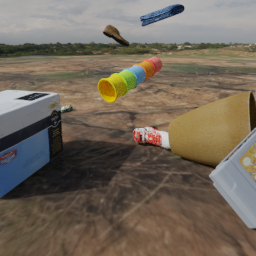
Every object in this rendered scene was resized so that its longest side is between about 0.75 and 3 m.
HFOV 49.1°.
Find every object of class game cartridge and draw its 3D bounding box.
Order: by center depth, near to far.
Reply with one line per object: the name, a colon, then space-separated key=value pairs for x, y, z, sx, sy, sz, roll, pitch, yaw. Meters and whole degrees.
game cartridge: x=2.766 y=0.887 z=5.674 sx=2.186 sy=0.454 sz=1.455 roll=-35 pitch=78 yaw=-30

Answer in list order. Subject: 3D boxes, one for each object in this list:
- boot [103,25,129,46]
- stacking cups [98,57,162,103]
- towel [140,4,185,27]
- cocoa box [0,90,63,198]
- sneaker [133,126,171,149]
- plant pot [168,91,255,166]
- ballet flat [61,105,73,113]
boot: x=-0.416 y=-3.896 z=11.794 sx=1.239 sy=0.467 sz=0.456 roll=29 pitch=-12 yaw=-15
stacking cups: x=0.160 y=-1.783 z=9.670 sx=0.831 sy=0.831 sz=2.747 roll=14 pitch=37 yaw=36
towel: x=1.511 y=-5.131 z=12.649 sx=1.088 sy=0.473 sz=1.948 roll=-33 pitch=22 yaw=-35
cocoa box: x=-3.216 y=0.206 z=7.290 sx=1.889 sy=1.859 sz=2.833 roll=6 pitch=19 yaw=17
sneaker: x=0.757 y=0.348 z=8.968 sx=0.890 sy=0.555 sz=1.661 roll=-8 pitch=17 yaw=-20
plant pot: x=2.328 y=0.173 z=7.693 sx=2.221 sy=2.069 sz=2.069 roll=-6 pitch=13 yaw=31
ballet flat: x=-2.931 y=-0.912 z=13.141 sx=0.307 sy=0.307 sz=0.828 roll=11 pitch=22 yaw=29
